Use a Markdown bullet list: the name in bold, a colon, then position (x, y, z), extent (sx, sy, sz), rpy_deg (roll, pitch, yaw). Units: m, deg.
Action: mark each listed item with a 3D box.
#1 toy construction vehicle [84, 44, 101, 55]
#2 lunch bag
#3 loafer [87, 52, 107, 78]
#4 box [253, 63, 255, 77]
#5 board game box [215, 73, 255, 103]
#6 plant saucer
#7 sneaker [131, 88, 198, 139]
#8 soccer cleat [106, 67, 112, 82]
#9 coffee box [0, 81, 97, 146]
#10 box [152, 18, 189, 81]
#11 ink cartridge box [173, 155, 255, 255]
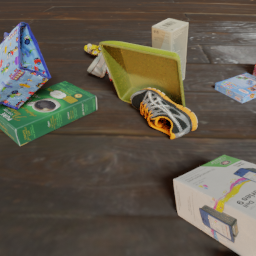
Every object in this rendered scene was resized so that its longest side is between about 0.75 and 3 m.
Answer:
- **toy construction vehicle**: position (-1.147, -3.737, 13.697), extent (1.835, 0.646, 1.597), rpy_deg (1, 25, -18)
- **lunch bag**: position (-3.403, -1.960, 8.190), extent (1.041, 1.666, 2.214), rpy_deg (15, 47, -54)
- **loafer**: position (-1.154, -2.843, 12.488), extent (0.732, 0.837, 2.328), rpy_deg (37, 31, -11)
- **box**: position (6.248, -2.302, 11.323), extent (0.987, 1.031, 2.068), rpy_deg (-15, 37, -21)
- **board game box**: position (4.533, -1.603, 10.916), extent (1.806, 0.331, 1.366), rpy_deg (-19, 39, -26)
- **plant saucer**: position (0.647, -1.625, 8.842), extent (2.659, 2.656, 0.637), rpy_deg (20, 62, 27)
- **sneaker**: position (0.914, -0.483, 8.774), extent (0.970, 0.983, 2.512), rpy_deg (-35, 46, -28)
- **soccer cleat**: position (-0.687, -2.502, 12.002), extent (0.484, 0.601, 1.410), rpy_deg (-5, 35, -7)
- **coffee box**: position (-2.702, -0.608, 9.180), extent (1.810, 0.647, 2.943), rpy_deg (28, 42, 34)
- **box**: position (1.344, -2.374, 9.082), extent (0.773, 1.987, 0.944), rpy_deg (30, 50, 34)
- **ink cartridge box**: position (2.205, 1.425, 5.352), extent (1.609, 0.969, 2.214), rpy_deg (-19, 20, -26)
